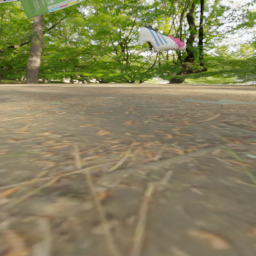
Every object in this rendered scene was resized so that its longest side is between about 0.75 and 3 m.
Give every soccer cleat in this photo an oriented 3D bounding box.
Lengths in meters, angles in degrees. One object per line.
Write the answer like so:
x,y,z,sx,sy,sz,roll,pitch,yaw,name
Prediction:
1.178,-2.966,9.932,1.866,0.806,0.652,15,12,-25,soccer cleat

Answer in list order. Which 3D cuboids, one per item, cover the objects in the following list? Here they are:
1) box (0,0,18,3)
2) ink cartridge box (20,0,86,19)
-3.007,-3.689,6.410,0.810,1.472,0.256,-5,34,7,box
-2.643,-4.453,9.766,1.227,0.701,2.364,-35,31,-32,ink cartridge box
